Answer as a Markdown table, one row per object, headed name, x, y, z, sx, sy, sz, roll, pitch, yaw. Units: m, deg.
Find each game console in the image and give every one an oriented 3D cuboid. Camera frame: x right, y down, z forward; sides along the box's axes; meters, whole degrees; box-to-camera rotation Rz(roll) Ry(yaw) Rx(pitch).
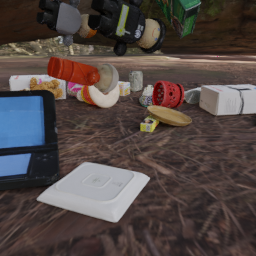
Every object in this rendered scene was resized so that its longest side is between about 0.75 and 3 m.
| name | x | y | z | sx | sy | sz | roll | pitch | yaw |
| --- | --- | --- | --- | --- | --- | --- | --- | --- | --- |
| game console | -2.971 | 0.160 | 5.990 | 2.825 | 1.644 | 2.484 | -5 | 15 | -13 |

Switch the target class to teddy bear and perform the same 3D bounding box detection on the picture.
| name | x | y | z | sx | sy | sz | roll | pitch | yaw |
| --- | --- | --- | --- | --- | --- | --- | --- | --- | --- |
| teddy bear | -3.792 | -1.603 | 12.188 | 1.935 | 1.403 | 0.646 | 0 | -15 | -18 |

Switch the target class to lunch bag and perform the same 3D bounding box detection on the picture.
| name | x | y | z | sx | sy | sz | roll | pitch | yaw |
| --- | --- | --- | --- | --- | --- | --- | --- | --- | --- |
| lunch bag | 0.389 | -2.528 | 15.075 | 0.774 | 1.111 | 0.932 | 2 | 17 | 5 |

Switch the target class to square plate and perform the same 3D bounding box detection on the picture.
| name | x | y | z | sx | sy | sz | roll | pitch | yaw |
| --- | --- | --- | --- | --- | --- | --- | --- | --- | --- |
| square plate | -0.601 | 1.100 | 5.459 | 1.641 | 0.236 | 1.656 | 7 | 20 | 23 |

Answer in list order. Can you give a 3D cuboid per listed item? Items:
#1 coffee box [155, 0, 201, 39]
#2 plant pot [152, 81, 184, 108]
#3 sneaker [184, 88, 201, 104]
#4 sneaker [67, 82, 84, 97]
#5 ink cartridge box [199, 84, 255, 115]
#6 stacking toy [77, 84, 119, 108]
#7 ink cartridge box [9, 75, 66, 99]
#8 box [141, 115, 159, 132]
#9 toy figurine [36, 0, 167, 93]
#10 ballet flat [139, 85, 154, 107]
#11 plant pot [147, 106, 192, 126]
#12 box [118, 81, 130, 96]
| name | x | y | z | sx | sy | sz | roll | pitch | yaw |
| --- | --- | --- | --- | --- | --- | --- | --- | --- | --- |
| coffee box | 0.687 | -2.238 | 4.619 | 0.292 | 1.328 | 0.816 | -27 | -13 | -3 |
| plant pot | 1.674 | -1.337 | 11.535 | 1.029 | 1.130 | 1.130 | 4 | 16 | -22 |
| sneaker | 3.516 | -1.576 | 12.750 | 2.194 | 0.772 | 0.879 | -3 | 16 | -8 |
| sneaker | -2.143 | -1.830 | 13.505 | 1.798 | 0.732 | 0.793 | 8 | -17 | -32 |
| ink cartridge box | 4.220 | -1.165 | 11.184 | 2.213 | 0.926 | 1.605 | -3 | 18 | -10 |
| stacking toy | -1.532 | -1.548 | 12.272 | 1.545 | 1.545 | 2.115 | -16 | 7 | -40 |
| ink cartridge box | -4.307 | -1.968 | 13.464 | 2.437 | 1.031 | 1.761 | -4 | 18 | -17 |
| box | 0.739 | -0.160 | 9.224 | 0.399 | 0.266 | 1.060 | 6 | 19 | 17 |
| toy figurine | -0.523 | -1.855 | 5.033 | 1.434 | 2.030 | 2.062 | 3 | -31 | -43 |
| ballet flat | 0.922 | -1.545 | 12.682 | 0.773 | 0.773 | 2.149 | 3 | 19 | 8 |
| plant pot | 1.391 | -0.400 | 9.561 | 1.565 | 0.215 | 1.565 | 14 | 18 | -5 |
| box | -0.549 | -2.042 | 14.381 | 1.191 | 0.604 | 0.670 | 11 | 22 | 30 |
